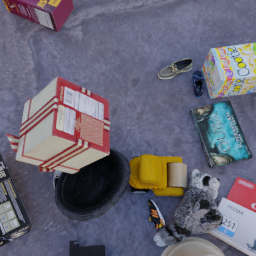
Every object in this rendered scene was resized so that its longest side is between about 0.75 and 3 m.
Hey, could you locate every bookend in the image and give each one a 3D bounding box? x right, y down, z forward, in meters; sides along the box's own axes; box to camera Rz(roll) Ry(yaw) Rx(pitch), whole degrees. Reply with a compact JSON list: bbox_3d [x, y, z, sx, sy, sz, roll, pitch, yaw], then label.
[{"bbox_3d":[-0.746,4.727,9.022,2.191,1.015,2.205,-4,68,-2],"label":"bookend"}]

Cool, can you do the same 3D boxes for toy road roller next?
[{"bbox_3d":[1.055,1.605,9.884,2.223,1.623,1.366,2,69,1],"label":"toy road roller"}]

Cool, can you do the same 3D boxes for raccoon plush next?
[{"bbox_3d":[1.973,2.632,9.819,2.864,1.386,1.919,-24,32,12],"label":"raccoon plush"}]

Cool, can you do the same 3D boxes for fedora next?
[{"bbox_3d":[-1.071,2.064,9.691,2.806,1.281,2.806,-10,48,11],"label":"fedora"}]

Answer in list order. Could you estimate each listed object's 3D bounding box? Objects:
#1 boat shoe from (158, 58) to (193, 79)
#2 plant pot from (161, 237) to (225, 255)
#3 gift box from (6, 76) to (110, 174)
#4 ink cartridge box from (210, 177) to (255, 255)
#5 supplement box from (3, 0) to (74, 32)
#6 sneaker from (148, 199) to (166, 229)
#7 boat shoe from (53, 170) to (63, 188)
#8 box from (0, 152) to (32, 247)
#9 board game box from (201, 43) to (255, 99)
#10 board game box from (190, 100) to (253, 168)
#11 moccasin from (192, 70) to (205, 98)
[{"bbox_3d":[2.061,-2.595,12.108,1.615,0.483,0.577,-21,70,-8],"label":"boat shoe"},{"bbox_3d":[2.223,4.644,8.309,2.634,2.411,2.634,0,69,0],"label":"plant pot"},{"bbox_3d":[-2.206,-0.065,8.821,2.525,2.357,2.330,27,49,-35],"label":"gift box"},{"bbox_3d":[4.441,3.065,9.349,2.728,0.610,2.404,22,69,33],"label":"ink cartridge box"},{"bbox_3d":[-4.176,-5.877,12.962,2.839,1.216,1.566,24,71,9],"label":"supplement box"},{"bbox_3d":[0.911,3.079,10.001,0.467,0.363,1.039,-26,73,-13],"label":"sneaker"},{"bbox_3d":[-2.642,1.860,10.497,0.338,0.309,0.939,2,69,1],"label":"boat shoe"},{"bbox_3d":[-4.928,2.576,9.307,2.377,1.250,2.902,-21,69,-32],"label":"box"},{"bbox_3d":[4.805,-2.389,11.473,2.954,1.521,1.549,-9,69,-3],"label":"board game box"},{"bbox_3d":[3.646,0.209,11.108,1.682,0.350,2.487,-13,70,-5],"label":"board game box"},{"bbox_3d":[3.038,-1.927,11.867,0.524,0.444,1.302,-3,67,0],"label":"moccasin"}]
